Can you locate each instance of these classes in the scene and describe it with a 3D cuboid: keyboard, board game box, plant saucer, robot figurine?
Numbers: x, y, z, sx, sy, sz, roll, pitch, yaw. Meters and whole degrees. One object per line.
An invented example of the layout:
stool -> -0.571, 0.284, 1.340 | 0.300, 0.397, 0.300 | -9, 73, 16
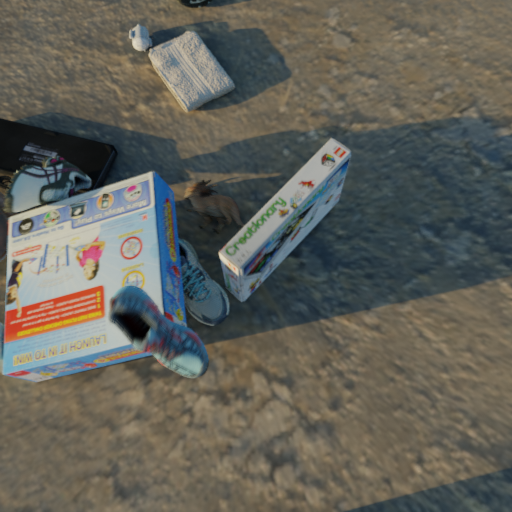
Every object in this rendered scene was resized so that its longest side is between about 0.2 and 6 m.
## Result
keyboard -> -4.872, -1.985, 12.398 | 3.188, 0.409, 1.914 | 14, 60, 7
board game box -> 0.573, -0.626, 10.837 | 0.539, 1.966, 3.115 | 40, 74, 15
plant saucer -> -6.112, -0.467, 11.461 | 2.413, 0.387, 2.413 | 7, 56, -10
board game box -> -3.045, 0.409, 10.487 | 3.275, 0.915, 3.207 | -15, 66, 14
robot figurine -> -2.870, -5.394, 13.902 | 0.609, 0.405, 0.718 | 9, 61, -33

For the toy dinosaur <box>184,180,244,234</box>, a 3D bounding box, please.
toy dinosaur -> -0.865, -1.105, 11.879 | 1.522, 0.653, 1.032 | 16, 59, 1

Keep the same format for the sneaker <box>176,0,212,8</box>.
sneaker -> -1.416, -7.217, 14.624 | 0.940, 0.816, 2.121 | 35, 64, 26

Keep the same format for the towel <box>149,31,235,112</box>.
towel -> -1.595, -4.500, 13.527 | 1.395, 0.363, 2.105 | -31, 70, -12

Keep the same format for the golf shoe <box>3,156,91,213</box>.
golf shoe -> -4.089, -1.374, 11.005 | 0.912, 0.799, 2.071 | 23, 33, 5

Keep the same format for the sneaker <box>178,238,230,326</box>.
sneaker -> -1.326, 0.470, 10.921 | 0.821, 0.913, 2.115 | -38, 68, 1

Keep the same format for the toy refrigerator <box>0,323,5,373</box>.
toy refrigerator -> -5.717, 1.869, 10.387 | 2.261, 0.858, 0.791 | -11, 66, -4

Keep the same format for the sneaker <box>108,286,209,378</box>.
sneaker -> -1.562, 1.323, 8.618 | 1.895, 0.905, 0.752 | 41, 103, -8
